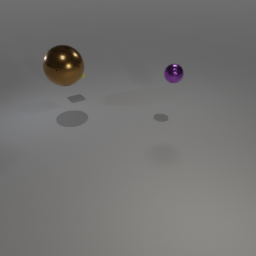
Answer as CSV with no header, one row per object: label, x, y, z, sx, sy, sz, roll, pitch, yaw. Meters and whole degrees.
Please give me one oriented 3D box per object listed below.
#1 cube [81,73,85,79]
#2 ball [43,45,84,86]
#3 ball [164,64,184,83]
cube,-2.453,-2.557,12.496,0.700,0.700,0.700,-29,58,-12
ball,-2.210,-2.141,9.658,1.400,1.400,1.400,0,30,0
ball,1.646,-1.953,10.056,0.700,0.700,0.700,0,30,0
